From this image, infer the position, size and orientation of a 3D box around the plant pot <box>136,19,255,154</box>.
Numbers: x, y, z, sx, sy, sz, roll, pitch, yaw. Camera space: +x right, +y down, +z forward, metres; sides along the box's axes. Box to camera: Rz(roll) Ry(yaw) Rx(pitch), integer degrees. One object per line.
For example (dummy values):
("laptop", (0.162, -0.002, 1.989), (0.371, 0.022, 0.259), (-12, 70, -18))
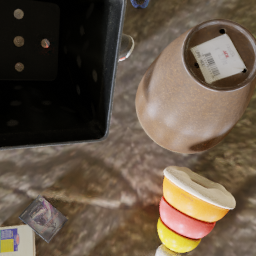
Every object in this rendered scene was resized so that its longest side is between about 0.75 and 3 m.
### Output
("plant pot", (1.509, -0.911, 5.917), (2.632, 2.816, 2.632), (0, 79, 0))

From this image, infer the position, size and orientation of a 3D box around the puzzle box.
("puzzle box", (-2.612, 2.972, 6.477), (0.915, 0.175, 1.375), (-5, 78, -1))

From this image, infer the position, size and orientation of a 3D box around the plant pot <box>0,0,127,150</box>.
("plant pot", (-2.003, -1.453, 5.556), (2.875, 2.556, 2.882), (-4, 117, -26))

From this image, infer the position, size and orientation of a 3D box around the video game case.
("video game case", (-1.985, 2.128, 6.602), (0.930, 0.088, 0.664), (37, 63, 8))

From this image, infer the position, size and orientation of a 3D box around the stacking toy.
("stacking toy", (1.153, 2.101, 6.177), (1.638, 1.638, 2.242), (25, 96, 5))

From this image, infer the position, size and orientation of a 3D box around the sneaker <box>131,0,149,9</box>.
("sneaker", (0.367, -3.912, 7.685), (0.516, 0.537, 1.370), (5, 78, 2))

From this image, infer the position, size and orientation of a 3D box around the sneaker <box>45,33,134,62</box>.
("sneaker", (-1.006, -2.189, 7.120), (2.334, 0.956, 0.899), (0, 79, 0))
